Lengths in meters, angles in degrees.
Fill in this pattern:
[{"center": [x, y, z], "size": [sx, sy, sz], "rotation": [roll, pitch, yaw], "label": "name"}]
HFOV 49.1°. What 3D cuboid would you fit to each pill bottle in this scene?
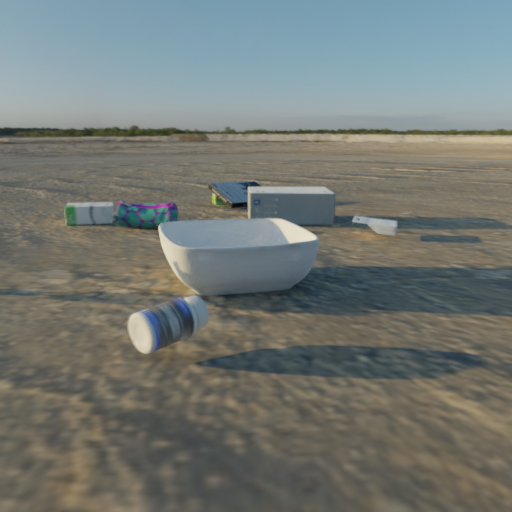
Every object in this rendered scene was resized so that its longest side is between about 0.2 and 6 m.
[{"center": [-0.929, 0.717, 6.042], "size": [0.449, 0.449, 0.788], "rotation": [13, 23, 44], "label": "pill bottle"}]

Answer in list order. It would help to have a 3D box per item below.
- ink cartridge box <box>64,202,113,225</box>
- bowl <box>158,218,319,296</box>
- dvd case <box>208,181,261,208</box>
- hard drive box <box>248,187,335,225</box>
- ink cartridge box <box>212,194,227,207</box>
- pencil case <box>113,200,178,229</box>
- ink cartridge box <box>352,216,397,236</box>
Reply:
[{"center": [-4.292, -1.098, 14.461], "size": [1.153, 0.485, 0.842], "rotation": [-3, 13, -11], "label": "ink cartridge box"}, {"center": [-0.330, -0.008, 8.885], "size": [2.309, 0.863, 2.312], "rotation": [-4, 13, -16], "label": "bowl"}, {"center": [-0.409, -1.971, 17.810], "size": [1.846, 0.228, 1.388], "rotation": [-9, 37, -36], "label": "dvd case"}, {"center": [0.870, -1.343, 14.735], "size": [2.166, 0.832, 1.688], "rotation": [0, 13, -1], "label": "hard drive box"}, {"center": [-1.001, -1.782, 17.820], "size": [0.638, 0.327, 0.863], "rotation": [-3, 13, -16], "label": "ink cartridge box"}, {"center": [-2.649, -1.006, 13.540], "size": [1.489, 0.688, 0.634], "rotation": [2, 42, 11], "label": "pencil case"}, {"center": [2.649, -0.673, 12.497], "size": [0.962, 0.275, 0.782], "rotation": [4, 14, 13], "label": "ink cartridge box"}]
